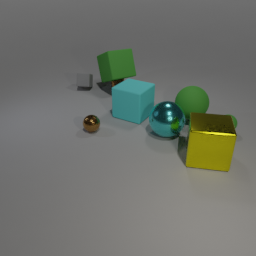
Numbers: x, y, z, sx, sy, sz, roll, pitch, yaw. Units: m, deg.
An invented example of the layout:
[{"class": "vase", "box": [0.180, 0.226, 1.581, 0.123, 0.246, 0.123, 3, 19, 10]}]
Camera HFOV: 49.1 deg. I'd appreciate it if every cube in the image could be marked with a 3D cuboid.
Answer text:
[{"class": "cube", "box": [2.721, 0.427, 9.401, 1.400, 1.400, 1.400, 6, 29, 10]}, {"class": "cube", "box": [-2.337, -2.588, 15.175, 0.700, 0.700, 0.700, 4, 8, 7]}, {"class": "cube", "box": [0.245, -1.211, 12.322, 1.400, 1.400, 1.400, 16, 33, 27]}, {"class": "cube", "box": [-0.601, -3.205, 14.433, 1.400, 1.400, 1.400, -15, 10, -27]}]

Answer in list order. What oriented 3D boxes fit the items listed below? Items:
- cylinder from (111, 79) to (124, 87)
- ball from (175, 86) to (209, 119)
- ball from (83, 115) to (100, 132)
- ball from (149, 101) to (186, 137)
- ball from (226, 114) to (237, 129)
[{"class": "cylinder", "box": [-0.479, -2.144, 14.492, 0.700, 0.700, 0.700, -10, 9, 2]}, {"class": "ball", "box": [2.665, -1.055, 11.681, 1.400, 1.400, 1.400, 0, 29, 0]}, {"class": "ball", "box": [-1.463, -0.186, 11.225, 0.700, 0.700, 0.700, 0, 29, 0]}, {"class": "ball", "box": [1.505, -0.338, 10.772, 1.400, 1.400, 1.400, 0, 29, 0]}, {"class": "ball", "box": [3.926, -0.186, 11.004, 0.700, 0.700, 0.700, 0, 29, 0]}]
